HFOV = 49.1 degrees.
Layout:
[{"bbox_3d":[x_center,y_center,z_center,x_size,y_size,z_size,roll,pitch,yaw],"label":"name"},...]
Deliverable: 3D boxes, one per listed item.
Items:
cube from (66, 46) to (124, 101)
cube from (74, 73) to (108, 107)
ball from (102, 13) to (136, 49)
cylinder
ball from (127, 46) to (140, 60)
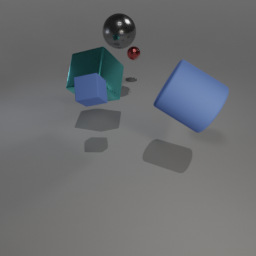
[{"bbox_3d":[-1.140,-1.826,9.998,1.400,1.400,1.400,-4,70,29],"label":"cube"},{"bbox_3d":[-1.046,-1.063,7.933,0.700,0.700,0.700,-8,-11,16],"label":"cube"},{"bbox_3d":[-0.359,-4.000,11.609,1.400,1.400,1.400,0,32,0],"label":"ball"},{"bbox_3d":[1.601,-0.816,7.256,1.400,1.400,1.400,32,35,-1],"label":"cylinder"},{"bbox_3d":[0.297,-3.866,14.495,0.700,0.700,0.700,0,32,0],"label":"ball"}]
